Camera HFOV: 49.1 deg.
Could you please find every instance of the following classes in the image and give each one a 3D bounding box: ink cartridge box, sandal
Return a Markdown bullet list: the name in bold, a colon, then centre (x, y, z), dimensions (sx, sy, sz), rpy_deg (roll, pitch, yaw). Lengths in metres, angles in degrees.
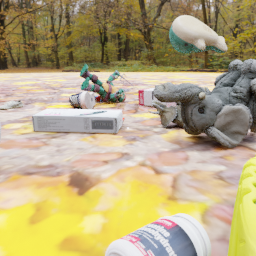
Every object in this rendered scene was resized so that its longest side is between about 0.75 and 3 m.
- **ink cartridge box**: centre (-1.416, -0.349, 9.001), dimensions (2.508, 0.546, 2.176), rpy_deg (1, 15, 6)
- **sandal**: centre (1.888, 0.848, 3.112), dimensions (1.198, 1.094, 2.751), rpy_deg (14, 20, 31)
- **ink cartridge box**: centre (1.536, -1.388, 12.658), dimensions (1.315, 0.755, 1.810), rpy_deg (-11, 15, -38)

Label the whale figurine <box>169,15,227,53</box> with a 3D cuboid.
- **whale figurine**: centre (2.575, -3.267, 10.497), dimensions (2.217, 1.150, 1.764), rpy_deg (16, 47, -14)

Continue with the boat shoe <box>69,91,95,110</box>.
- **boat shoe**: centre (-2.047, -1.107, 11.831), dimensions (1.030, 0.830, 2.222), rpy_deg (-7, 6, 3)

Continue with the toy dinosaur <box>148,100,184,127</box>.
- **toy dinosaur**: centre (1.960, -0.349, 8.734), dimensions (2.515, 0.968, 1.286), rpy_deg (10, 28, 15)

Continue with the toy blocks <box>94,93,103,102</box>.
- **toy blocks**: centre (-1.350, -1.541, 14.180), dimensions (1.031, 0.515, 0.705), rpy_deg (-8, 27, -29)

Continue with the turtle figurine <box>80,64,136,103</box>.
- **turtle figurine**: centre (-0.866, -1.902, 13.357), dimensions (2.876, 1.448, 2.153), rpy_deg (17, 27, -33)

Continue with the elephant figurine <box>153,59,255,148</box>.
- **elephant figurine**: centre (2.127, -0.417, 7.049), dimensions (2.751, 2.135, 1.947), rpy_deg (-31, -14, -15)

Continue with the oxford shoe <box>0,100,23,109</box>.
- **oxford shoe**: centre (-5.092, -1.005, 12.130), dimensions (0.428, 0.328, 1.137), rpy_deg (15, 22, 38)

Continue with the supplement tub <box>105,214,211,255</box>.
- **supplement tub**: centre (0.283, 1.181, 2.546), dimensions (0.867, 0.609, 0.609), rpy_deg (-11, 18, -39)
